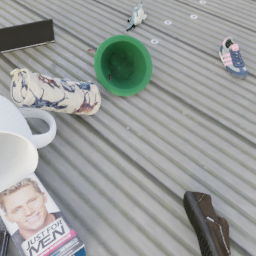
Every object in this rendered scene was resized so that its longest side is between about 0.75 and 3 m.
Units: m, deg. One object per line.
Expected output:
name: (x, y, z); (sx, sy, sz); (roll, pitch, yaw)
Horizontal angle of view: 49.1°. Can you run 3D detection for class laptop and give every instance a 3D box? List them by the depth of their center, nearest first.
laptop: (-4.398, -4.017, 11.134); (2.605, 1.612, 2.782); (-16, 52, -14)

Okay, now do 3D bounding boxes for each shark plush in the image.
shark plush: (0.307, -4.935, 12.822); (0.700, 0.764, 1.681); (5, 68, 31)

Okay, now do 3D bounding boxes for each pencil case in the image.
pencil case: (-2.081, -1.044, 8.258); (2.573, 1.001, 1.151); (6, 52, -44)

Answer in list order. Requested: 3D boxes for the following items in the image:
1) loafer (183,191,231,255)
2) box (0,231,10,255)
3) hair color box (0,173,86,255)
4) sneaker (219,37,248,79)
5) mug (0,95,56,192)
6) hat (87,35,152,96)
loafer: (1.963, 2.334, 6.265); (0.794, 0.812, 2.226); (-10, 50, -8)
box: (-3.682, 3.061, 5.953); (2.032, 0.367, 1.452); (-6, 50, -3)
hair color box: (-2.063, 2.240, 6.401); (1.143, 0.692, 2.285); (-31, 56, -27)
sneaker: (3.966, -2.658, 10.513); (0.674, 0.788, 1.920); (-9, 50, -7)
mug: (-3.314, 0.124, 7.441); (2.760, 2.038, 2.420); (-12, 41, -24)
hat: (-0.332, -2.234, 10.536); (2.013, 2.140, 2.431); (-11, 89, -9)
